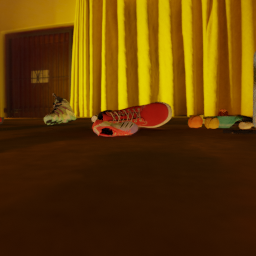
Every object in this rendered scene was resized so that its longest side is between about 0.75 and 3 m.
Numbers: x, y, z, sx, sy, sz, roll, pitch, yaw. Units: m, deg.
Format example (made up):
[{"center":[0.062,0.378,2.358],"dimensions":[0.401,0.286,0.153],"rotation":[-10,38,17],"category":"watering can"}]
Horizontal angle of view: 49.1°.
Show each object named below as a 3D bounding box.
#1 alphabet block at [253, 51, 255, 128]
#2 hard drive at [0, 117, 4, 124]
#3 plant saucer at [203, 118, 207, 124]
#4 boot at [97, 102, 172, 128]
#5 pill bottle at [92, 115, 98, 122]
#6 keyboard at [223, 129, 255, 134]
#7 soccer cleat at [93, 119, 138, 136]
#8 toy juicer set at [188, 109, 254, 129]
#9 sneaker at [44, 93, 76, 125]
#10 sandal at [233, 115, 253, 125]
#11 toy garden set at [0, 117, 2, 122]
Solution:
[{"center":[6.060,-1.311,9.473],"dimensions":[2.766,2.716,2.702],"rotation":[-3,5,-44],"category":"alphabet block"},{"center":[-7.233,-0.364,13.791],"dimensions":[1.916,0.406,1.292],"rotation":[-2,3,-35],"category":"hard drive"},{"center":[4.490,-0.386,15.551],"dimensions":[1.191,0.285,1.189],"rotation":[-1,3,-3],"category":"plant saucer"},{"center":[0.148,-0.410,10.148],"dimensions":[2.569,0.930,1.853],"rotation":[-8,-3,41],"category":"boot"},{"center":[-1.686,-0.512,15.905],"dimensions":[0.497,0.497,0.887],"rotation":[1,3,24],"category":"pill bottle"},{"center":[3.110,0.092,7.516],"dimensions":[1.073,0.110,0.682],"rotation":[0,3,20],"category":"keyboard"},{"center":[-0.254,0.051,6.493],"dimensions":[1.175,0.392,0.449],"rotation":[6,33,-29],"category":"soccer cleat"},{"center":[3.496,-0.354,10.385],"dimensions":[2.642,0.719,1.681],"rotation":[2,3,24],"category":"toy juicer set"},{"center":[-3.475,-0.980,13.611],"dimensions":[0.841,1.514,2.164],"rotation":[-18,-3,19],"category":"sneaker"},{"center":[5.507,-0.357,12.903],"dimensions":[1.990,0.476,0.748],"rotation":[3,4,44],"category":"sandal"},{"center":[-6.656,-0.350,12.402],"dimensions":[1.604,0.384,1.925],"rotation":[-3,11,-38],"category":"toy garden set"}]
